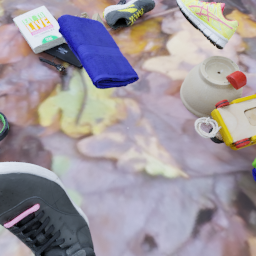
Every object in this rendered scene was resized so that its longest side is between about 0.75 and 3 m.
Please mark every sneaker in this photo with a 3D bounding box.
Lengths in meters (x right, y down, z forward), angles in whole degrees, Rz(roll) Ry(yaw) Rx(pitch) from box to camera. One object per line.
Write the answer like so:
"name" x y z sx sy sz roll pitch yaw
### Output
"sneaker" 2.242 -3.249 7.969 2.121 0.829 0.958 48 109 10
"sneaker" -1.072 1.529 3.861 0.933 2.640 1.309 -29 47 -2
"sneaker" 0.112 -4.259 10.609 2.044 0.761 0.865 -19 67 0

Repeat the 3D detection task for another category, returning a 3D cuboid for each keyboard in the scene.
"keyboard" -2.435 -2.537 9.831 2.039 0.210 1.296 26 57 16

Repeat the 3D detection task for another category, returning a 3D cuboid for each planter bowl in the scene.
"planter bowl" 2.626 -1.369 8.525 1.892 1.273 1.892 0 59 0

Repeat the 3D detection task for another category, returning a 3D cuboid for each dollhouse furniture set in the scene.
"dollhouse furniture set" -1.479 -3.608 10.305 1.184 0.786 1.037 -7 56 21

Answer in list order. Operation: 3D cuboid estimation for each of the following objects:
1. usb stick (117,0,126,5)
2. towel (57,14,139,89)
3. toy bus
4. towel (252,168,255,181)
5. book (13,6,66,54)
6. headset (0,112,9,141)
"usb stick" -0.371 -4.850 11.210 0.273 0.161 0.986 19 61 19
"towel" -0.818 -1.995 7.467 1.625 0.545 2.201 -12 65 -50
"toy bus" 3.088 -0.050 7.675 2.607 1.347 2.460 27 64 2
"towel" 4.747 1.349 7.307 2.436 0.603 1.799 -21 61 -12
"book" -3.193 -3.570 10.203 1.292 0.465 1.933 -29 61 -18
"headset" -4.451 0.035 7.880 2.029 0.953 1.253 -25 62 -27
